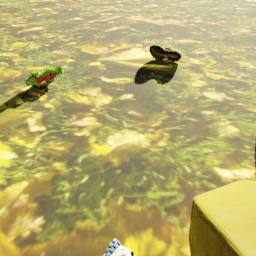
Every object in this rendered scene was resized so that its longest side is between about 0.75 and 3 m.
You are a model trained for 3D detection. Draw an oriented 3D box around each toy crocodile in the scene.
[{"bbox_3d":[-3.512,-2.156,11.769,1.704,0.575,0.526,-28,44,-35],"label":"toy crocodile"}]

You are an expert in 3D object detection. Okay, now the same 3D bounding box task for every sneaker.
[{"bbox_3d":[1.938,-3.796,14.244,1.790,0.700,0.808,23,33,21],"label":"sneaker"},{"bbox_3d":[-0.198,2.509,4.876,0.660,0.462,1.143,13,34,22],"label":"sneaker"}]

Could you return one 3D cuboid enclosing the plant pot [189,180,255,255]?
[{"bbox_3d":[2.013,1.971,4.504,1.951,1.938,1.996,-14,30,-20],"label":"plant pot"}]
